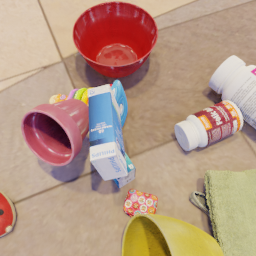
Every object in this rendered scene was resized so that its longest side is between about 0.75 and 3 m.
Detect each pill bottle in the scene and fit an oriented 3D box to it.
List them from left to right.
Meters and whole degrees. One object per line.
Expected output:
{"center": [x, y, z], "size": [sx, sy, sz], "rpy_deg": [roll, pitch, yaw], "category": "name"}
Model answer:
{"center": [2.411, -0.056, 8.486], "size": [1.828, 1.043, 1.043], "rpy_deg": [-23, 66, -12], "category": "pill bottle"}
{"center": [3.903, -0.996, 8.703], "size": [1.470, 1.470, 2.593], "rpy_deg": [-39, 70, -17], "category": "pill bottle"}

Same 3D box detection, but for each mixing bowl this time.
{"center": [-0.395, -2.762, 9.566], "size": [2.762, 1.496, 2.762], "rpy_deg": [0, 64, 1], "category": "mixing bowl"}

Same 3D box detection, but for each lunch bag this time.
{"center": [0.338, 2.181, 7.776], "size": [0.911, 0.373, 0.803], "rpy_deg": [16, 65, 8], "category": "lunch bag"}

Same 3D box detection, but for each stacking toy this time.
{"center": [-1.389, -0.765, 8.864], "size": [2.549, 1.399, 1.479], "rpy_deg": [9, 66, 17], "category": "stacking toy"}

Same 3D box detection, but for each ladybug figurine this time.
{"center": [-3.913, 2.230, 7.580], "size": [1.889, 0.679, 1.282], "rpy_deg": [25, 67, 12], "category": "ladybug figurine"}

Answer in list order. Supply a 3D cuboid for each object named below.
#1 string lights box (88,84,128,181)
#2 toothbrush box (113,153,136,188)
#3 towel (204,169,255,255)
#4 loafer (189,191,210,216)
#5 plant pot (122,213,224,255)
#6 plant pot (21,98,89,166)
{"center": [-0.501, 0.078, 6.745], "size": [0.607, 1.058, 2.059], "rpy_deg": [-13, 53, 7], "category": "string lights box"}
{"center": [-0.394, 0.901, 8.045], "size": [0.595, 1.021, 1.395], "rpy_deg": [-31, 67, -14], "category": "toothbrush box"}
{"center": [3.059, 2.439, 7.344], "size": [2.062, 0.507, 2.780], "rpy_deg": [3, 65, -19], "category": "towel"}
{"center": [2.324, 2.192, 7.720], "size": [1.337, 0.466, 0.467], "rpy_deg": [28, 67, 13], "category": "loafer"}
{"center": [1.148, 3.177, 6.420], "size": [1.755, 2.472, 2.472], "rpy_deg": [4, 61, -26], "category": "plant pot"}
{"center": [-1.626, -0.039, 7.060], "size": [1.532, 1.532, 1.371], "rpy_deg": [27, 37, 12], "category": "plant pot"}
